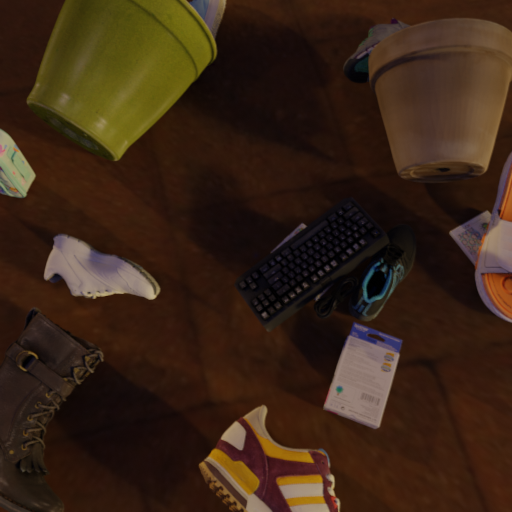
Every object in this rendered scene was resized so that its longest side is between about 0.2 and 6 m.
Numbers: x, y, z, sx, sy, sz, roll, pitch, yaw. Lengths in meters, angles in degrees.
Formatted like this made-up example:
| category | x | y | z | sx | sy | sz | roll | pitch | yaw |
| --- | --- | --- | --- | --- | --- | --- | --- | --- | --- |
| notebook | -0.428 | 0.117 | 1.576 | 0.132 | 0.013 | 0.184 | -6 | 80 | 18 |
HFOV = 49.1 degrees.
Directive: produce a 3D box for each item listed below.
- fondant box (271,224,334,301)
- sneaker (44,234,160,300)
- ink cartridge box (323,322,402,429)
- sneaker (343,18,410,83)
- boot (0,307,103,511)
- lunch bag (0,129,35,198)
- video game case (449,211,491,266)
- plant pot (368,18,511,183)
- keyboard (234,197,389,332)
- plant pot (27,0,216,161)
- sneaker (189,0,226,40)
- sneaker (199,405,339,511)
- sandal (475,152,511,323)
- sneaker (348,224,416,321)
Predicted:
| category | x | y | z | sx | sy | sz | roll | pitch | yaw |
| --- | --- | --- | --- | --- | --- | --- | --- | --- | --- |
| fondant box | 0.941 | 0.100 | 9.959 | 0.827 | 0.334 | 1.146 | -43 | 74 | -15 |
| sneaker | -2.674 | 0.375 | 9.714 | 2.154 | 0.802 | 0.938 | 19 | 79 | 15 |
| ink cartridge box | 1.765 | 1.947 | 9.194 | 0.901 | 0.317 | 1.510 | 19 | 71 | 8 |
| sneaker | 2.445 | -4.316 | 11.696 | 2.113 | 0.786 | 0.925 | -31 | 60 | -24 |
| boot | -3.294 | 2.362 | 8.657 | 2.816 | 0.975 | 2.452 | 37 | 72 | 17 |
| lunch bag | -4.788 | -1.722 | 9.977 | 1.378 | 1.719 | 0.662 | 19 | 71 | 6 |
| video game case | 4.172 | -0.257 | 10.230 | 0.870 | 0.113 | 0.956 | -28 | 70 | -11 |
| plant pot | 3.358 | -2.584 | 10.156 | 2.593 | 2.593 | 2.250 | 1 | 84 | 0 |
| keyboard | 1.009 | 0.235 | 9.432 | 2.557 | 0.328 | 1.535 | -37 | 68 | 0 |
| plant pot | -2.669 | -3.382 | 10.313 | 2.876 | 2.876 | 2.769 | 28 | 81 | 11 |
| sneaker | -1.217 | -5.235 | 11.957 | 0.906 | 0.818 | 2.212 | 13 | 67 | 1 |
| sneaker | 0.841 | 3.643 | 7.976 | 3.377 | 1.266 | 1.522 | 41 | 66 | 10 |
| sandal | 4.612 | -0.504 | 9.545 | 1.262 | 0.944 | 3.294 | 11 | 82 | 2 |
| sneaker | 2.288 | 0.214 | 9.657 | 0.720 | 0.806 | 1.967 | 27 | 69 | 11 |
